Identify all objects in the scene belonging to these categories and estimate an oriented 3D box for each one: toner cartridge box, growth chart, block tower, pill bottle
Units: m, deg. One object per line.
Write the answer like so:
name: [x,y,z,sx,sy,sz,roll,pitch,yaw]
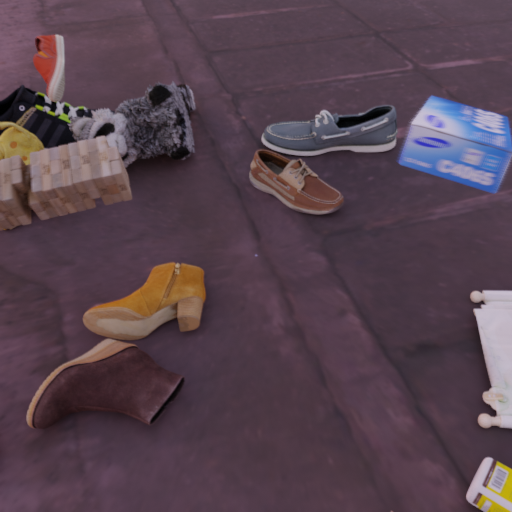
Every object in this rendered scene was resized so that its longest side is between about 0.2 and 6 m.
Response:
toner cartridge box: [2.776,-1.617,7.674,1.210,0.550,2.548,19,28,14]
growth chart: [4.367,1.521,8.637,2.049,0.251,2.831,8,44,7]
block tower: [-3.260,-0.969,8.106,2.730,0.789,0.737,-13,64,-5]
pill bottle: [3.210,3.009,6.790,1.135,0.620,0.620,27,50,25]

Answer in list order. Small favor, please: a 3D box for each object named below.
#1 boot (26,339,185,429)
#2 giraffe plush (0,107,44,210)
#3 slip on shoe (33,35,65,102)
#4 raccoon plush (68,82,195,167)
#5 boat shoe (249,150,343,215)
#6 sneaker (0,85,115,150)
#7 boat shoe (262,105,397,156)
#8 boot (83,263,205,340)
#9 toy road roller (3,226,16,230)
boot: [-2.081,1.972,7.856,1.504,0.654,1.808,23,45,25]
giraffe plush: [-4.466,-1.649,11.153,1.623,2.001,1.727,48,27,3]
slip on shoe: [-4.001,-3.641,10.829,0.575,0.696,1.878,-1,52,-21]
raccoon plush: [-2.673,-2.863,12.882,2.339,1.689,3.491,-12,13,7]
boat shoe: [0.768,-1.540,11.460,2.224,0.798,0.842,25,49,24]
sneaker: [-4.831,-3.046,12.539,3.608,1.494,1.294,-9,44,-10]
boat shoe: [1.693,-2.986,12.860,3.135,0.969,1.141,-1,43,-1]
boot: [-1.806,0.680,9.319,1.917,0.674,1.372,-1,38,-6]
toy road roller: [-4.970,-0.972,10.981,0.870,0.635,0.535,29,50,27]
